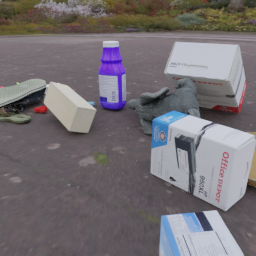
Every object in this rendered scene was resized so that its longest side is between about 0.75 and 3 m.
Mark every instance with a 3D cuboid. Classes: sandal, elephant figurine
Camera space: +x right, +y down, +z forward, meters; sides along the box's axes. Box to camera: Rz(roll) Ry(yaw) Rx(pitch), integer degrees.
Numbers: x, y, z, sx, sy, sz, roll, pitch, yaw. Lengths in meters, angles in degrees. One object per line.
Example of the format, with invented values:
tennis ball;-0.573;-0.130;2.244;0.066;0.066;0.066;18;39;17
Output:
sandal;-4.169;-0.528;9.911;1.693;0.483;0.672;8;24;18
elephant figurine;0.984;-0.559;9.006;2.468;1.746;1.915;-5;-23;12

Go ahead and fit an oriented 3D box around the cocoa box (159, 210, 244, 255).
cocoa box;0.844;1.788;3.566;0.780;1.189;0.793;-3;23;-7

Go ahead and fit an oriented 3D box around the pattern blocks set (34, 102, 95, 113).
pattern blocks set;-2.415;-0.836;11.038;2.035;0.165;1.789;6;24;13

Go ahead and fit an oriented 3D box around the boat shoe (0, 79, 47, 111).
boat shoe;-4.299;-1.145;10.850;1.063;0.887;2.849;21;32;23

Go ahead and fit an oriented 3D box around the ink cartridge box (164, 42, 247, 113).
ink cartridge box;2.848;-1.715;9.886;2.133;1.238;2.957;13;-9;30

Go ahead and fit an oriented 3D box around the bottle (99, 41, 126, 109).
bottle;-0.605;-1.985;10.632;1.039;2.487;0.812;10;23;29

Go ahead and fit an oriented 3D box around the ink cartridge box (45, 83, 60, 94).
ink cartridge box;-3.303;-1.708;12.749;0.749;0.432;1.025;-14;27;-30

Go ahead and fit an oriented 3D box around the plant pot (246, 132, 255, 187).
plant pot;3.498;0.816;6.909;2.777;0.382;2.777;0;22;0

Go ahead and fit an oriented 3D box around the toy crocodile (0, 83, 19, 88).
toy crocodile;-5.641;-1.373;11.446;2.613;0.807;0.882;-4;23;-13

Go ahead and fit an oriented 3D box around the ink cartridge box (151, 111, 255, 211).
ink cartridge box;1.499;0.613;6.023;0.836;1.435;1.984;-21;31;-40

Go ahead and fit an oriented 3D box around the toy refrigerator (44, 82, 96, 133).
toy refrigerator;-1.959;-0.721;9.321;0.776;0.842;2.218;7;21;-42
